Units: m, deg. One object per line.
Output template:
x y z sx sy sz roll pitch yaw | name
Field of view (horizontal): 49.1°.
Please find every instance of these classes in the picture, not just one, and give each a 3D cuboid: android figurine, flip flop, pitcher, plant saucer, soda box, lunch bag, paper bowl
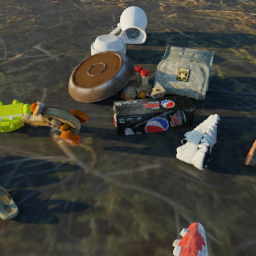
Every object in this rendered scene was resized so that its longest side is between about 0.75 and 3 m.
-3.970 -0.406 9.232 1.517 0.342 1.667 -9 37 -11 | android figurine
-3.010 1.643 6.511 1.291 0.372 0.524 31 47 34 | flip flop
-0.007 -5.466 15.103 2.058 1.454 2.398 -5 48 10 | pitcher
-1.103 -2.083 10.536 2.687 0.431 2.687 -13 47 14 | plant saucer
0.801 -0.413 8.858 2.451 0.776 0.867 -6 39 -7 | soda box
2.119 -2.008 10.521 1.887 1.353 2.301 11 45 14 | lunch bag
-0.929 -3.840 13.293 1.642 0.854 1.642 1 38 -1 | paper bowl

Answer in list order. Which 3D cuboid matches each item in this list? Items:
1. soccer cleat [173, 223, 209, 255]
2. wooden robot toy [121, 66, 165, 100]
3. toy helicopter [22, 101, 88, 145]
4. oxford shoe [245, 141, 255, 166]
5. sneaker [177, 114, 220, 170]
1.111 2.919 4.461 1.234 0.994 2.897 20 41 6 | soccer cleat
0.145 -1.562 10.235 1.168 1.134 2.574 -32 46 -20 | wooden robot toy
-2.418 -0.264 8.178 2.319 1.533 0.915 2 65 38 | toy helicopter
3.831 0.585 7.720 0.638 0.624 1.752 35 49 30 | oxford shoe
2.077 0.251 8.060 0.887 0.822 2.188 11 37 27 | sneaker
